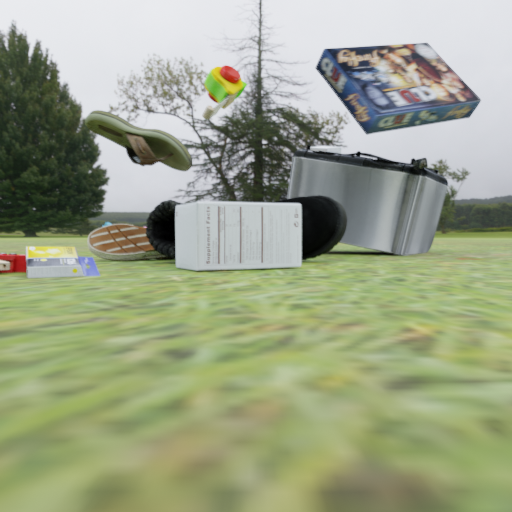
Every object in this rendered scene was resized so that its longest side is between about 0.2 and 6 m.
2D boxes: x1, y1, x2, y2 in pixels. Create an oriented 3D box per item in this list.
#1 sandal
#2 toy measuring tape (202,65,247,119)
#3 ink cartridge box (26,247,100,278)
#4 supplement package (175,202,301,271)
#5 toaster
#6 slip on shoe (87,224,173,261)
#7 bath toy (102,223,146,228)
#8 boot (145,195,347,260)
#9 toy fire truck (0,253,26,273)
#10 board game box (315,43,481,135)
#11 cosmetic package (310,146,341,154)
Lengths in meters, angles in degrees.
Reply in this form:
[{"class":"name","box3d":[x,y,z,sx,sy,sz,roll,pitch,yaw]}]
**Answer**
[{"class":"sandal","box3d":[-2.975,-2.698,14.038,2.901,0.828,1.152,20,-27,2]},{"class":"toy measuring tape","box3d":[-0.692,-2.837,9.570,0.675,0.675,1.835,1,30,21]},{"class":"ink cartridge box","box3d":[-2.103,0.060,6.067,0.723,0.170,0.715,-3,17,-22]},{"class":"supplement package","box3d":[-0.233,-0.251,7.125,1.426,0.836,0.833,-1,3,-25]},{"class":"toaster","box3d":[2.446,-1.252,12.455,2.972,1.951,3.287,13,8,27]},{"class":"slip on shoe","box3d":[-1.877,-0.174,9.387,1.834,0.697,0.555,-10,-33,-26]},{"class":"bath toy","box3d":[-2.842,-0.526,14.362,2.219,0.820,0.965,-3,37,-37]},{"class":"boot","box3d":[-0.147,-0.409,8.448,2.611,0.982,1.952,-11,-11,31]},{"class":"toy fire truck","box3d":[-2.854,0.096,6.248,0.918,0.224,0.647,1,3,-3]},{"class":"board game box","box3d":[2.595,-3.097,10.144,2.587,1.752,0.448,-15,-29,-29]},{"class":"cosmetic package","box3d":[1.763,-2.544,14.602,0.595,0.592,0.711,-13,19,-40]}]
